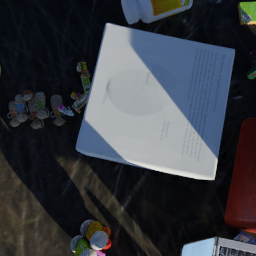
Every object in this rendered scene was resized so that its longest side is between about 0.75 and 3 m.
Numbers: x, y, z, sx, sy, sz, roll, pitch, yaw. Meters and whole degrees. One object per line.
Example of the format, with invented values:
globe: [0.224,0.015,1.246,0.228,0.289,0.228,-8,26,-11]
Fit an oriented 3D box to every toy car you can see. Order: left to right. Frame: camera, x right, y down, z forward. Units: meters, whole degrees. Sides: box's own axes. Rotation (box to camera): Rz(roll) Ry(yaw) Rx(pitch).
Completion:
toy car: [-0.761,2.614,6.266,0.729,0.851,0.972,38,80,-31]

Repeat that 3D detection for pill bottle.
pill bottle: [0.704,-3.214,7.056,1.642,0.912,0.912,-20,81,-4]

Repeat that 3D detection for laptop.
laptop: [1.888,3.371,4.895,2.619,1.518,2.452,11,82,3]

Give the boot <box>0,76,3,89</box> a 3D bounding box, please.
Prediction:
boot: [-3.958,-0.669,6.848,0.901,0.694,1.859,25,73,15]

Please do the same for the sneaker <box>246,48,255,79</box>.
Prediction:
sneaker: [3.274,-1.731,7.110,0.493,0.451,1.176,30,74,16]

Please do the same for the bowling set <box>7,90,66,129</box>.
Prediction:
bowling set: [-2.297,-0.405,6.596,1.450,1.009,0.778,-9,82,2]

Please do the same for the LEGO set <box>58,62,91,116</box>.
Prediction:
LEGO set: [-1.142,-0.980,6.833,0.678,0.549,1.474,21,76,-5]

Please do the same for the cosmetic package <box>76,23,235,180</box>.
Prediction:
cosmetic package: [0.588,-0.468,6.222,2.714,1.668,2.705,12,81,2]

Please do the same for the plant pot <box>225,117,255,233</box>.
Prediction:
plant pot: [3.853,1.127,5.630,2.672,2.355,2.670,13,81,2]

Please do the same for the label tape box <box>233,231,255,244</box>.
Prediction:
label tape box: [2.748,3.847,5.963,1.796,0.788,2.491,-39,82,-5]

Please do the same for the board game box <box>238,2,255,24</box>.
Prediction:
board game box: [3.555,-3.065,7.419,1.183,0.177,0.565,-3,82,2]
